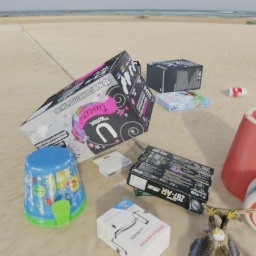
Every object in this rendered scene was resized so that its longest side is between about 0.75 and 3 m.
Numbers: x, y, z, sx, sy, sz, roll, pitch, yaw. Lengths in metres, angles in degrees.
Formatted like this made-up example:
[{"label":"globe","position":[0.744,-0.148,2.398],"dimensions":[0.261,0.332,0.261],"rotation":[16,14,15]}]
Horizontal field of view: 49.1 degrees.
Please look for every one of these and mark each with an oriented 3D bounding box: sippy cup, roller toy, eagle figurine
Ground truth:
[{"label":"sippy cup","position":[-1.702,1.210,6.316],"dimensions":[1.880,1.378,1.476],"rotation":[15,31,27]},{"label":"roller toy","position":[3.011,1.634,5.729],"dimensions":[1.159,1.270,0.888],"rotation":[-11,16,36]},{"label":"eagle figurine","position":[1.650,2.180,5.069],"dimensions":[1.199,1.192,1.580],"rotation":[-29,38,44]}]

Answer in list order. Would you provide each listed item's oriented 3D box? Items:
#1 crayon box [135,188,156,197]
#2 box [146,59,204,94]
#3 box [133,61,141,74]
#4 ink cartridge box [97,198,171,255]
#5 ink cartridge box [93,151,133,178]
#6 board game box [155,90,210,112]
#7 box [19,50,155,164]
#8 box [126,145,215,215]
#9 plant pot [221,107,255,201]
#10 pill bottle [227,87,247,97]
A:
[{"label":"crayon box","position":[0.501,1.357,7.295],"dimensions":[0.652,0.261,1.027],"rotation":[0,26,0]},{"label":"box","position":[2.352,-2.690,14.408],"dimensions":[2.357,1.262,1.749],"rotation":[-12,28,-23]},{"label":"box","position":[0.336,-2.984,15.218],"dimensions":[0.618,1.082,1.188],"rotation":[-2,26,-5]},{"label":"ink cartridge box","position":[0.111,2.061,5.565],"dimensions":[1.216,0.513,0.888],"rotation":[22,33,37]},{"label":"ink cartridge box","position":[-0.445,1.032,8.034],"dimensions":[0.900,0.196,0.782],"rotation":[-19,31,-34]},{"label":"board game box","position":[2.379,-1.231,12.465],"dimensions":[1.933,0.354,1.462],"rotation":[-10,28,-17]},{"label":"box","position":[-0.979,-0.394,7.520],"dimensions":[2.979,1.709,1.969],"rotation":[-27,22,24]},{"label":"box","position":[1.098,1.195,6.973],"dimensions":[1.894,0.412,1.517],"rotation":[19,27,15]},{"label":"plant pot","position":[3.545,0.605,6.965],"dimensions":[2.169,1.919,2.169],"rotation":[0,27,0]},{"label":"pill bottle","position":[5.174,-1.705,13.305],"dimensions":[0.832,0.467,0.467],"rotation":[-1,26,-1]}]
